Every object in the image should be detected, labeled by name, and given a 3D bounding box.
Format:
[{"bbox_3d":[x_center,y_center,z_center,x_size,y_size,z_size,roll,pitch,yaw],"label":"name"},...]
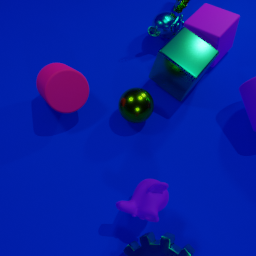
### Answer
[{"bbox_3d":[-1.684,-1.041,7.153,1.091,1.091,1.091,-30,31,-15],"label":"cylinder"},{"bbox_3d":[1.218,-2.989,8.605,0.940,1.122,1.559,7,32,28],"label":"monkey head"},{"bbox_3d":[2.377,-2.712,8.206,1.127,1.127,1.127,34,66,25],"label":"cube"},{"bbox_3d":[0.300,1.406,5.686,0.990,1.376,0.829,19,70,-10],"label":"monkey head"},{"bbox_3d":[3.525,-0.647,6.903,1.197,1.197,1.197,-13,78,-7],"label":"cylinder"},{"bbox_3d":[0.210,-0.580,7.208,0.925,0.925,0.925,0,61,0],"label":"ball"},{"bbox_3d":[1.863,-4.268,8.928,0.221,1.195,1.195,26,62,-13],"label":"gear"},{"bbox_3d":[0.604,2.845,5.187,1.706,0.316,1.706,-3,84,26],"label":"gear"},{"bbox_3d":[1.453,-1.684,7.507,1.179,1.179,1.179,39,66,8],"label":"cube"}]
